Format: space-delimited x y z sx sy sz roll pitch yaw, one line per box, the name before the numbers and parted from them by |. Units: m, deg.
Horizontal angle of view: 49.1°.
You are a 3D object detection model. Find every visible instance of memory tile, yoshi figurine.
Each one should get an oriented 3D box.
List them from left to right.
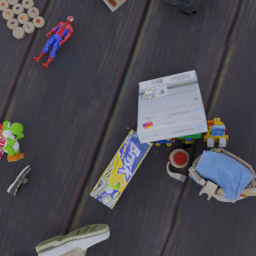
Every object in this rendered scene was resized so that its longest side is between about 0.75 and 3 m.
yoshi figurine | -3.964 0.411 9.861 0.787 0.789 1.405 -15 97 -44
memory tile | -4.222 -4.504 11.021 1.369 0.150 1.786 -30 85 -3

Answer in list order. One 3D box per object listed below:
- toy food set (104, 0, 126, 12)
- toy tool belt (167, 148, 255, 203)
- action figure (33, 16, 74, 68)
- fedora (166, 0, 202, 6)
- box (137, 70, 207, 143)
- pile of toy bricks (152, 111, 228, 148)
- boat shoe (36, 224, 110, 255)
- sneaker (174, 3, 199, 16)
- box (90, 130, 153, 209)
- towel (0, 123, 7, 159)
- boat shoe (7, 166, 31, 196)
toy food set | -0.385 -5.503 10.750 1.706 0.515 1.224 -43 104 -3
toy tool belt | 2.890 1.492 9.532 2.975 1.828 1.858 25 85 3
action figure | -2.744 -3.379 10.734 0.723 0.571 2.210 31 82 6
fedora | 2.154 -5.629 10.625 2.531 1.156 2.531 0 87 2
box | 1.393 -0.789 9.371 2.102 0.555 2.696 -11 40 14
pile of toy bricks | 2.162 -0.224 10.109 2.792 1.549 1.378 0 49 9
boat shoe | -1.814 4.110 9.742 2.681 1.002 0.917 -20 86 9
sneaker | 2.296 -4.620 10.947 0.964 0.366 0.438 -4 94 3
box | -0.207 1.442 10.030 0.942 0.864 2.688 32 84 3
towel | -5.348 0.682 10.433 1.486 0.231 2.055 24 85 3
boat shoe | -3.880 1.927 10.216 0.364 0.431 1.210 37 92 1
